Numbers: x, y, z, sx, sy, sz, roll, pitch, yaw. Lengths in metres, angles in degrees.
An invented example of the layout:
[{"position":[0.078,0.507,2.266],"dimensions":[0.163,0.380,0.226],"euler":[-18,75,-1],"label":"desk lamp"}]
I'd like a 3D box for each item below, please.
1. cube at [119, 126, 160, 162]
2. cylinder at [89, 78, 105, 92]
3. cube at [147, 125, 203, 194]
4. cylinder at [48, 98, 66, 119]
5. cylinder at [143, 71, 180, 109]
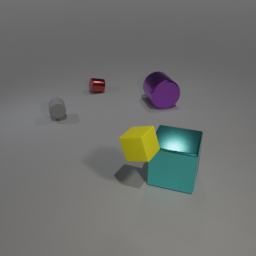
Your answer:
[{"position":[0.309,0.410,7.293],"dimensions":[0.700,0.700,0.700],"euler":[-4,23,34],"label":"cube"},{"position":[-1.621,-2.247,14.675],"dimensions":[0.700,0.700,0.700],"euler":[1,27,-25],"label":"cylinder"},{"position":[1.445,0.912,8.580],"dimensions":[1.400,1.400,1.400],"euler":[9,31,16],"label":"cube"},{"position":[-3.058,-0.862,12.092],"dimensions":[0.700,0.700,0.700],"euler":[-9,31,-14],"label":"cylinder"},{"position":[1.571,-1.810,13.323],"dimensions":[1.400,1.400,1.400],"euler":[-7,31,-13],"label":"cylinder"}]
